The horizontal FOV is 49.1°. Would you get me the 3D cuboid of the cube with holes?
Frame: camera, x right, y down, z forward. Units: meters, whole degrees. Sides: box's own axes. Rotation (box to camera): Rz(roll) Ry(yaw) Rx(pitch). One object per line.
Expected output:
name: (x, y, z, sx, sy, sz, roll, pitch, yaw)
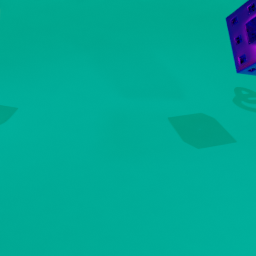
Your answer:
cube with holes: (2.413, -1.518, 4.499, 1.034, 1.034, 1.034, 0, 76, -27)
